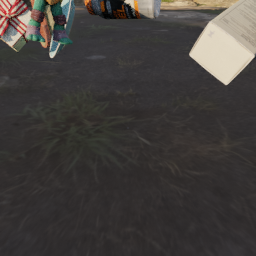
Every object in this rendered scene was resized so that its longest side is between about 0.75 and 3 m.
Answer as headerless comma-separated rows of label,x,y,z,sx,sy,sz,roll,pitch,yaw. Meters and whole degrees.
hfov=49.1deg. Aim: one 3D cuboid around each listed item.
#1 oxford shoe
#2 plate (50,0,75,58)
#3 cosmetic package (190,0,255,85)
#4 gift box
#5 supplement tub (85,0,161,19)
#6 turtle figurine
oxford shoe,-2.643,-3.957,9.369,0.872,2.363,0.836,-20,34,-33
plate,-1.907,-3.027,8.276,0.257,2.013,2.013,13,22,-26
cosmetic package,3.197,-2.627,7.946,1.446,1.220,2.797,44,56,10
gift box,-3.235,-2.867,7.509,1.301,1.200,1.214,35,-3,-16
supplement tub,-0.147,-4.374,9.287,2.366,1.449,1.449,5,29,15
turtle figurine,-1.469,-2.718,5.479,1.498,2.001,1.008,-1,25,-27
